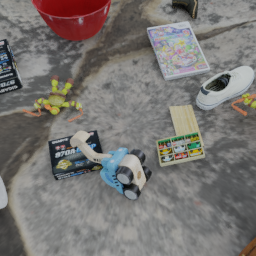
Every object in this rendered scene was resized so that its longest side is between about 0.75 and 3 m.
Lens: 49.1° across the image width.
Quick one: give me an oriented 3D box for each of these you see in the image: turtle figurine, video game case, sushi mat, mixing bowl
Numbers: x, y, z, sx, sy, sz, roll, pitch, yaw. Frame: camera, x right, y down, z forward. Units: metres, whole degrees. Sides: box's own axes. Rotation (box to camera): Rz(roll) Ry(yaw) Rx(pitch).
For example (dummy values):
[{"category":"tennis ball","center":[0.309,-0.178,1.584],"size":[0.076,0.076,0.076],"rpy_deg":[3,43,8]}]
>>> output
[{"category":"turtle figurine","center":[-2.358,-1.001,9.049],"size":[1.910,0.615,1.541],"rpy_deg":[2,57,1]},{"category":"video game case","center":[1.818,-2.901,10.351],"size":[1.693,0.213,2.364],"rpy_deg":[-12,66,-8]},{"category":"turtle figurine","center":[4.813,-0.436,8.455],"size":[2.272,0.907,2.817],"rpy_deg":[-39,51,-22]},{"category":"sushi mat","center":[1.810,-0.077,8.747],"size":[0.766,0.097,1.602],"rpy_deg":[-7,57,-3]},{"category":"mixing bowl","center":[-1.988,-4.454,10.740],"size":[2.980,1.614,2.980],"rpy_deg":[0,56,1]}]

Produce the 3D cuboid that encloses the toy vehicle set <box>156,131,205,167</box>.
[{"category":"toy vehicle set","center":[1.468,0.585,7.923],"size":[1.253,0.166,0.779],"rpy_deg":[-14,59,11]}]

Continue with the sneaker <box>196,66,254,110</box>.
[{"category":"sneaker","center":[3.324,-1.469,9.197],"size":[2.490,0.882,0.909],"rpy_deg":[-34,63,-20]}]

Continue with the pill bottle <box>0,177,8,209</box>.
[{"category":"pill bottle","center":[-4.087,1.824,6.940],"size":[1.837,1.020,1.020],"rpy_deg":[-20,59,-12]}]

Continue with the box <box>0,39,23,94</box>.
[{"category":"box","center":[-5.207,-1.901,9.644],"size":[2.641,0.608,2.100],"rpy_deg":[-20,59,-13]}]

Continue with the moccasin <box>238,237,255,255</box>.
[{"category":"moccasin","center":[3.275,2.858,6.205],"size":[2.831,1.093,1.036],"rpy_deg":[-34,63,-20]}]

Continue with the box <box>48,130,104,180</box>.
[{"category":"box","center":[-1.467,0.758,8.048],"size":[1.471,0.338,1.169],"rpy_deg":[-13,57,-8]}]

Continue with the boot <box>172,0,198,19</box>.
[{"category":"boot","center":[2.367,-5.106,11.841],"size":[1.157,0.648,1.673],"rpy_deg":[4,43,8]}]

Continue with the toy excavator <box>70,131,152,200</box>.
[{"category":"toy excavator","center":[-0.515,0.919,7.337],"size":[1.829,1.779,0.914],"rpy_deg":[2,37,32]}]
